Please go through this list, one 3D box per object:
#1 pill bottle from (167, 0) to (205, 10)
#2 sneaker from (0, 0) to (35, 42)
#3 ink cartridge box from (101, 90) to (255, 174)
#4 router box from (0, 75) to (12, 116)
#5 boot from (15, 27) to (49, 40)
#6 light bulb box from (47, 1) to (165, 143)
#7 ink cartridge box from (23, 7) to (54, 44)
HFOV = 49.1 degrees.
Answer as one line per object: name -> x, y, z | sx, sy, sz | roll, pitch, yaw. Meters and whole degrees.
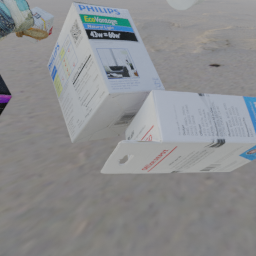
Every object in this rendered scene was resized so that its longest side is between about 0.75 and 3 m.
pill bottle -> 1.259, -2.748, 5.187 | 0.797, 0.797, 1.395 | 19, 50, 29
sneaker -> -3.073, -2.183, 5.684 | 2.705, 1.050, 1.168 | 6, 37, 48
ink cartridge box -> 0.695, 0.107, 3.554 | 1.980, 1.147, 0.660 | 2, 64, -17
router box -> -2.985, -0.801, 4.513 | 0.628, 1.834, 2.459 | -6, 56, -55
boot -> -2.624, -2.659, 7.578 | 0.868, 0.305, 0.622 | -5, 44, -19
light bulb box -> -0.431, -0.759, 4.164 | 0.906, 1.440, 1.452 | -8, 68, -35
ink cartridge box -> -2.795, -3.111, 8.489 | 0.659, 0.662, 0.911 | 30, 44, 2
